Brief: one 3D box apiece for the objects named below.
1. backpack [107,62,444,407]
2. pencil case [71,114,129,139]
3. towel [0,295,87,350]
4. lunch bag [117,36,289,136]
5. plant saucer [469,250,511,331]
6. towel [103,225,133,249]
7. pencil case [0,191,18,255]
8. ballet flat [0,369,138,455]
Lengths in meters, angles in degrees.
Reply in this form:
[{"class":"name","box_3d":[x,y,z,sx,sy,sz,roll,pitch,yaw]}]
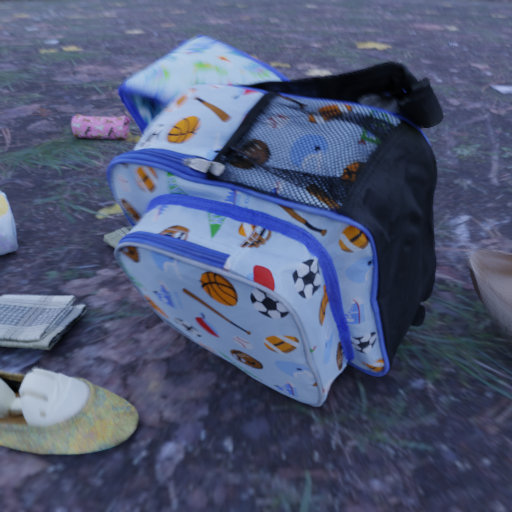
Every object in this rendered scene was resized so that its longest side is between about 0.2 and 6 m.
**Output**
[{"class":"backpack","box_3d":[0.063,-0.242,6.951,3.769,3.957,3.049,27,60,33]},{"class":"pencil case","box_3d":[-4.210,-3.501,15.192,1.516,0.656,0.628,4,15,5]},{"class":"towel","box_3d":[-3.317,0.891,8.003,1.445,0.250,1.391,4,18,5]},{"class":"lunch bag","box_3d":[-0.702,-2.468,9.664,2.642,1.683,2.246,41,52,-1]},{"class":"plant saucer","box_3d":[3.909,0.737,7.455,2.448,0.393,2.448,19,26,-10]},{"class":"towel","box_3d":[-1.648,-0.251,10.218,1.669,0.299,1.734,-28,43,-34]},{"class":"pencil case","box_3d":[-5.358,-0.340,9.461,2.490,1.130,1.035,-18,36,-26]},{"class":"ballet flat","box_3d":[-2.747,1.654,6.361,2.741,0.969,0.969,4,31,6]}]
